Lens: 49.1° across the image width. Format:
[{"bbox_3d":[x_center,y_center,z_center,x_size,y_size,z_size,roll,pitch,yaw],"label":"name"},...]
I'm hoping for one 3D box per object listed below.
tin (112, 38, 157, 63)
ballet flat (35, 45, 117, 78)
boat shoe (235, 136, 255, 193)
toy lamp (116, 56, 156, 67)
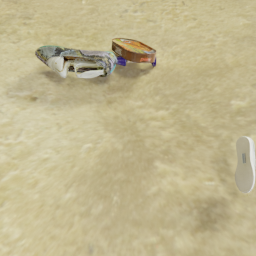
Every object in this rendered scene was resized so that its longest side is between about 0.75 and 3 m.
[{"bbox_3d":[0.170,-2.808,10.088,1.193,0.446,2.131,-3,31,-28],"label":"tin"},{"bbox_3d":[-1.874,-2.189,9.533,2.929,1.053,1.053,6,52,7],"label":"ballet flat"},{"bbox_3d":[2.951,0.901,6.965,0.473,0.497,1.381,4,78,-41],"label":"boat shoe"},{"bbox_3d":[0.294,-2.435,10.160,1.447,0.421,0.421,1,51,-2],"label":"toy lamp"}]
